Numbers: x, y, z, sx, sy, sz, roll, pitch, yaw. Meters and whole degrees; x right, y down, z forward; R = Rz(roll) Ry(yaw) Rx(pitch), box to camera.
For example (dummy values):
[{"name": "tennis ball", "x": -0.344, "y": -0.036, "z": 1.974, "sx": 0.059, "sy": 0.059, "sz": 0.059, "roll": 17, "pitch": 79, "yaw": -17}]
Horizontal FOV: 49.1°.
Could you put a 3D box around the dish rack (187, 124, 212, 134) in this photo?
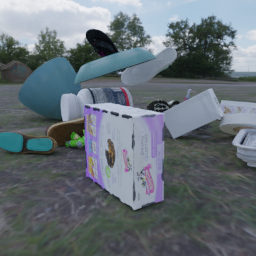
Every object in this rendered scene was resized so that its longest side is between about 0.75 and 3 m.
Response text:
[{"name": "dish rack", "x": 2.391, "y": -0.009, "z": 10.410, "sx": 1.019, "sy": 0.362, "sz": 1.329, "roll": -8, "pitch": 16, "yaw": -30}]

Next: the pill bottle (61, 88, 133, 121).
[{"name": "pill bottle", "x": -1.263, "y": -0.807, "z": 11.218, "sx": 2.602, "sy": 1.556, "sz": 1.556, "roll": -6, "pitch": 13, "yaw": -25}]

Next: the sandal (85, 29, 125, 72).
[{"name": "sandal", "x": -0.980, "y": -3.584, "z": 13.004, "sx": 0.931, "sy": 2.476, "sz": 0.593, "roll": -34, "pitch": 22, "yaw": 35}]

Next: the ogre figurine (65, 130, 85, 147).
[{"name": "ogre figurine", "x": -1.217, "y": 0.288, "z": 8.345, "sx": 1.165, "sy": 0.572, "sz": 0.699, "roll": -5, "pitch": 9, "yaw": -31}]

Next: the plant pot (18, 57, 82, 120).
[{"name": "plant pot", "x": -3.229, "y": -1.532, "z": 12.902, "sx": 1.936, "sy": 2.875, "sz": 2.875, "roll": 45, "pitch": 19, "yaw": 3}]

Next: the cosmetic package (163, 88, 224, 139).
[{"name": "cosmetic package", "x": 2.107, "y": -0.461, "z": 9.257, "sx": 1.774, "sy": 1.001, "sz": 0.720, "roll": -25, "pitch": 0, "yaw": 28}]

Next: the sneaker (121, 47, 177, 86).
[{"name": "sneaker", "x": 0.949, "y": -2.533, "z": 12.221, "sx": 2.534, "sy": 0.933, "sz": 1.495, "roll": -27, "pitch": 0, "yaw": 8}]

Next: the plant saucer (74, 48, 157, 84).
[{"name": "plant saucer", "x": -0.503, "y": -2.173, "z": 9.574, "sx": 2.948, "sy": 0.530, "sz": 2.948, "roll": -17, "pitch": 11, "yaw": 3}]

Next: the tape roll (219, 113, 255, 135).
[{"name": "tape roll", "x": 3.844, "y": -0.054, "z": 8.845, "sx": 1.843, "sy": 0.337, "sz": 1.843, "roll": 9, "pitch": -11, "yaw": 2}]

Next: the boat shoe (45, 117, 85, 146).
[{"name": "boat shoe", "x": -1.461, "y": 0.014, "z": 9.079, "sx": 2.434, "sy": 0.878, "sz": 0.876, "roll": -12, "pitch": 15, "yaw": -28}]

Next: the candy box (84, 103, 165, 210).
[{"name": "candy box", "x": -0.145, "y": 0.398, "z": 5.284, "sx": 0.669, "sy": 1.568, "sz": 1.869, "roll": -7, "pitch": 14, "yaw": -32}]

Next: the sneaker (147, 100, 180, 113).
[{"name": "sneaker", "x": 1.658, "y": -0.951, "z": 14.194, "sx": 2.284, "sy": 0.878, "sz": 1.012, "roll": -1, "pitch": 0, "yaw": -42}]

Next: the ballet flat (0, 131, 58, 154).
[{"name": "ballet flat", "x": -2.789, "y": 0.437, "z": 7.846, "sx": 1.769, "sy": 0.600, "sz": 0.640, "roll": 2, "pitch": -9, "yaw": 8}]

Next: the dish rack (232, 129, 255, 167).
[{"name": "dish rack", "x": 4.143, "y": 0.569, "z": 6.876, "sx": 2.822, "sy": 0.614, "sz": 2.422, "roll": 6, "pitch": 14, "yaw": 28}]

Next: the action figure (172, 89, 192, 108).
[{"name": "action figure", "x": 3.211, "y": -0.862, "z": 13.630, "sx": 2.253, "sy": 1.509, "sz": 1.678, "roll": -10, "pitch": 53, "yaw": 12}]

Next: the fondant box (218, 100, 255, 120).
[{"name": "fondant box", "x": 4.996, "y": -0.399, "z": 10.187, "sx": 2.719, "sy": 0.792, "sz": 1.962, "roll": 10, "pitch": 2, "yaw": 43}]
